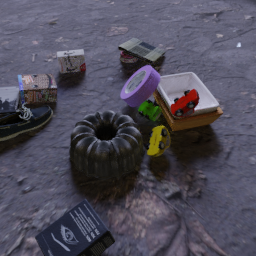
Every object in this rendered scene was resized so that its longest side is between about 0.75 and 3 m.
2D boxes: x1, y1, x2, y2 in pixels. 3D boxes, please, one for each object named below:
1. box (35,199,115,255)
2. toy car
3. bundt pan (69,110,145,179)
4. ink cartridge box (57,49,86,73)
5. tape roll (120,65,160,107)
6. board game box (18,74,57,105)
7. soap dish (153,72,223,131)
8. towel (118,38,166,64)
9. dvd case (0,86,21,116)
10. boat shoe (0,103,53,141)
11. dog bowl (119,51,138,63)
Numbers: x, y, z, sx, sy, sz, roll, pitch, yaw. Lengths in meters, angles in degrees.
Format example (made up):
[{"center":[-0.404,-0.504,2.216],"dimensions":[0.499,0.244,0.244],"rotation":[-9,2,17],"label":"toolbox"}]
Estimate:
[{"center":[-1.406,3.002,7.548],"dimensions":[1.681,0.877,1.244],"rotation":[-34,51,-16],"label":"box"},{"center":[1.317,-0.428,10.893],"dimensions":[2.877,0.642,2.707],"rotation":[-55,33,3],"label":"toy car"},{"center":[-0.794,0.386,10.303],"dimensions":[2.905,1.090,2.905],"rotation":[0,44,0],"label":"bundt pan"},{"center":[-2.853,-3.378,14.209],"dimensions":[1.335,0.980,0.553],"rotation":[-9,46,-7],"label":"ink cartridge box"},{"center":[0.511,-1.786,11.959],"dimensions":[0.601,1.832,1.832],"rotation":[39,39,-25],"label":"tape roll"},{"center":[-4.051,-1.775,12.561],"dimensions":[1.564,0.758,1.247],"rotation":[-7,44,-21],"label":"board game box"},{"center":[2.322,-1.130,11.812],"dimensions":[2.169,1.120,2.756],"rotation":[-11,46,-11],"label":"soap dish"},{"center":[0.741,-4.102,14.988],"dimensions":[2.137,0.383,2.219],"rotation":[27,36,12],"label":"towel"},{"center":[-5.528,-1.233,12.552],"dimensions":[1.416,0.233,1.884],"rotation":[-4,44,-4],"label":"dvd case"},{"center":[-4.253,-0.384,11.290],"dimensions":[2.520,0.779,0.944],"rotation":[-25,50,-24],"label":"boat shoe"},{"center":[0.045,-3.939,15.211],"dimensions":[1.041,0.384,1.041],"rotation":[0,45,0],"label":"dog bowl"}]
